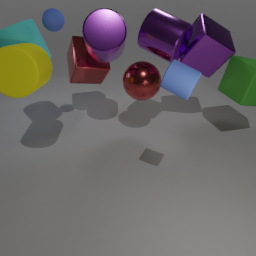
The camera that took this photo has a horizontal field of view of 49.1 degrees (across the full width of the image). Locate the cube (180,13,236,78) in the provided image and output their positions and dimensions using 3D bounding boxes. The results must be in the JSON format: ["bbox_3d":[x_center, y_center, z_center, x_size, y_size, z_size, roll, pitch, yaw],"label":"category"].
[{"bbox_3d":[2.852,-3.008,10.320,1.400,1.400,1.400,24,47,-19],"label":"cube"}]

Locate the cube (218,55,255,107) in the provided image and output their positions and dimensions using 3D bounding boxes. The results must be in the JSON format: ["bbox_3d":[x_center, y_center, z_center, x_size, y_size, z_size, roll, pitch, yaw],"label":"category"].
[{"bbox_3d":[4.467,-1.701,10.249,1.400,1.400,1.400,2,30,-25],"label":"cube"}]

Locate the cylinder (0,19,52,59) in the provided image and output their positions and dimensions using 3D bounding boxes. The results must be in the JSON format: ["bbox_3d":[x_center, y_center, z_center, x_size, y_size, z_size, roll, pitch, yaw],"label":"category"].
[{"bbox_3d":[-3.524,-2.736,9.493,1.400,1.400,1.400,-21,20,8],"label":"cylinder"}]

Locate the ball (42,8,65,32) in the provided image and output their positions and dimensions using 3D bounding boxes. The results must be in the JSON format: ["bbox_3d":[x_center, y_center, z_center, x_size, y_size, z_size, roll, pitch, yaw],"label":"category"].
[{"bbox_3d":[-2.373,-3.422,8.886,0.700,0.700,0.700,0,32,0],"label":"ball"}]

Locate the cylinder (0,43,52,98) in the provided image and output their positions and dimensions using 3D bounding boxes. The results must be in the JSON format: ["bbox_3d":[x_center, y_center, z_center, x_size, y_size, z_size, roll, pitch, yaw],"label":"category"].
[{"bbox_3d":[-3.081,-1.713,8.170,1.400,1.400,1.400,1,20,1],"label":"cylinder"}]

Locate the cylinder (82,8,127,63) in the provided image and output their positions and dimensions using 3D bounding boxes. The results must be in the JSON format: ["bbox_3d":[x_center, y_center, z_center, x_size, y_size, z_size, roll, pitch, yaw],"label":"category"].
[{"bbox_3d":[-0.777,-3.058,9.440,1.400,1.400,1.400,-3,0,-4],"label":"cylinder"}]

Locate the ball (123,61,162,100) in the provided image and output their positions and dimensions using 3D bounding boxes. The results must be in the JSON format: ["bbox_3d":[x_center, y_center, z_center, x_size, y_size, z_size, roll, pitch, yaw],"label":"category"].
[{"bbox_3d":[0.506,-1.697,10.113,1.400,1.400,1.400,0,32,0],"label":"ball"}]

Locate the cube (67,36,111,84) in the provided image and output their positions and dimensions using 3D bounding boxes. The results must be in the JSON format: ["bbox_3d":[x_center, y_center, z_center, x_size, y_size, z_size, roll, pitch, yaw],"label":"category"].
[{"bbox_3d":[-1.642,-2.727,11.444,1.400,1.400,1.400,-2,74,-22],"label":"cube"}]

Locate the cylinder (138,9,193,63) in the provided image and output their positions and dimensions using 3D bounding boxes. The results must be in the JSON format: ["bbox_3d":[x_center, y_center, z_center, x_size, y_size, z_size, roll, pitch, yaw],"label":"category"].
[{"bbox_3d":[1.272,-3.135,9.594,1.400,1.400,1.400,31,41,16],"label":"cylinder"}]

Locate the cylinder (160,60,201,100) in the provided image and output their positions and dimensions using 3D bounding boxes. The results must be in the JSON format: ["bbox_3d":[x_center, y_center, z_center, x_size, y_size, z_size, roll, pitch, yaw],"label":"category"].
[{"bbox_3d":[1.209,-1.105,6.440,0.700,0.700,0.700,29,39,10],"label":"cylinder"}]
